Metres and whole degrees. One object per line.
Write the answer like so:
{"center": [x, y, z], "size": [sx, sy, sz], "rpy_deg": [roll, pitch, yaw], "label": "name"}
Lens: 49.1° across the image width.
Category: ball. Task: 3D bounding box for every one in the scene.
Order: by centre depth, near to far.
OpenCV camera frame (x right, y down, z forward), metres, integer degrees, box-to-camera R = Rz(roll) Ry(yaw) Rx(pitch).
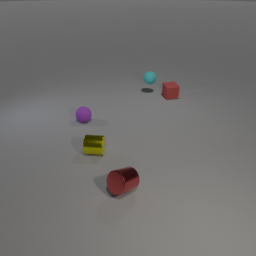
{"center": [-1.950, -0.601, 12.305], "size": [0.700, 0.700, 0.700], "rpy_deg": [0, 28, 0], "label": "ball"}
{"center": [1.188, -2.708, 15.162], "size": [0.700, 0.700, 0.700], "rpy_deg": [0, 28, 0], "label": "ball"}

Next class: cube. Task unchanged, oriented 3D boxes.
{"center": [2.248, -1.983, 14.797], "size": [0.700, 0.700, 0.700], "rpy_deg": [-9, 35, -12], "label": "cube"}

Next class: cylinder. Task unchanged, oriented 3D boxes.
{"center": [-0.141, 1.515, 8.119], "size": [0.700, 0.700, 0.700], "rpy_deg": [23, 17, 36], "label": "cylinder"}
{"center": [-1.199, 0.598, 10.072], "size": [0.700, 0.700, 0.700], "rpy_deg": [3, 28, 6], "label": "cylinder"}
